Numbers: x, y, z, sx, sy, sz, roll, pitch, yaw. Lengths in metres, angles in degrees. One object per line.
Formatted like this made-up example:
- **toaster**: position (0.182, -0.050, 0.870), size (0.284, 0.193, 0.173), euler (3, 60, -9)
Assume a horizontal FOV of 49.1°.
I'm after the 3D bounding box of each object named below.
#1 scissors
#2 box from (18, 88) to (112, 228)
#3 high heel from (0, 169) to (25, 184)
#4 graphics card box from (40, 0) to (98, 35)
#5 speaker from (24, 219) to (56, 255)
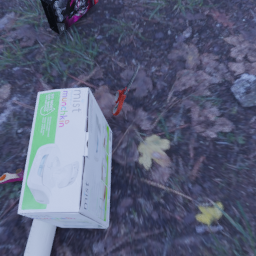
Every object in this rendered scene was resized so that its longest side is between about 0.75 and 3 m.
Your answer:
- **scissors**: position (-0.068, -0.968, 7.995), size (0.157, 2.248, 0.822), euler (13, 74, -16)
- **box**: position (-1.269, 0.872, 6.885), size (1.362, 2.485, 2.817), euler (-4, 65, 9)
- **high heel**: position (-3.221, 1.463, 7.952), size (0.958, 0.461, 0.323), euler (-20, 43, 21)
- **graphics card box**: position (-1.976, -4.504, 9.819), size (0.559, 1.379, 2.198), euler (34, 68, 17)
- **speaker**: position (-2.212, 2.797, 7.147), size (0.634, 0.634, 1.560), euler (7, 65, 3)
